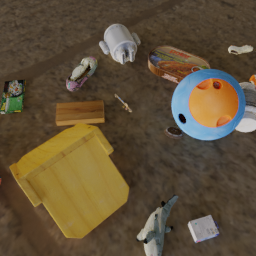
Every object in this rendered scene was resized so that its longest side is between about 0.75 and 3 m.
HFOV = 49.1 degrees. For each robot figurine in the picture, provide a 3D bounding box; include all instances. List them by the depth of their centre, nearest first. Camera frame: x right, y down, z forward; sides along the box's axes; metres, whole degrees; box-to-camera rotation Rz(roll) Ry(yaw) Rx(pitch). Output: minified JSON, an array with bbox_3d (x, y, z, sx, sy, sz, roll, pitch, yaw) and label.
[{"bbox_3d":[-0.373,-3.962,13.040,1.855,1.235,2.187,-15,57,-12],"label":"robot figurine"}]

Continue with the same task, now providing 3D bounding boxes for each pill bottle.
[{"bbox_3d":[4.608,-0.823,11.049,1.028,1.028,1.805,9,56,6],"label":"pill bottle"}]

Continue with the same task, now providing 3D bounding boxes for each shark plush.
[{"bbox_3d":[1.007,3.026,8.723,0.839,0.915,2.013,32,56,-3],"label":"shark plush"}]

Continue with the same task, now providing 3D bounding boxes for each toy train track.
[{"bbox_3d":[-0.216,-0.954,10.978,0.158,0.558,0.973,-42,76,-4],"label":"toy train track"}]

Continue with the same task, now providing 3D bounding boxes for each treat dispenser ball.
[{"bbox_3d":[2.891,-0.845,10.187,2.566,2.566,2.566,0,56,0],"label":"treat dispenser ball"}]

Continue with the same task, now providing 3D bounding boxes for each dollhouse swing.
[{"bbox_3d":[-1.888,1.728,9.629,2.943,2.587,2.675,-36,21,-21],"label":"dollhouse swing"}]

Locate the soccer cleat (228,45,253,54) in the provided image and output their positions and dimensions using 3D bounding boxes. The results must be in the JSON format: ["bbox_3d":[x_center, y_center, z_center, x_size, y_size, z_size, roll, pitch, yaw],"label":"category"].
[{"bbox_3d":[5.400,-3.716,13.421,1.121,0.388,0.435,5,61,11],"label":"soccer cleat"}]

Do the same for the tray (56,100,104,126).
[{"bbox_3d":[-1.927,-0.624,11.333,1.892,0.350,0.933,-4,56,-4],"label":"tray"}]

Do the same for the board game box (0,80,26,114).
[{"bbox_3d":[-4.880,-1.354,11.920,0.894,0.200,1.706,-4,56,-5],"label":"board game box"}]

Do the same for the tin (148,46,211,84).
[{"bbox_3d":[2.276,-2.809,12.691,2.887,0.604,1.616,26,64,17],"label":"tin"}]

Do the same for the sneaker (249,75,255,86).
[{"bbox_3d":[5.772,-1.380,11.612,0.959,0.790,2.086,3,57,-3],"label":"sneaker"}]

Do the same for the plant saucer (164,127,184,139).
[{"bbox_3d":[1.776,0.160,10.727,0.757,0.121,0.757,8,31,-5],"label":"plant saucer"}]

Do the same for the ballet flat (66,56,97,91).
[{"bbox_3d":[-1.987,-2.563,12.355,0.772,0.794,2.232,27,59,6],"label":"ballet flat"}]

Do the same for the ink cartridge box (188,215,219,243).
[{"bbox_3d":[2.424,3.143,8.786,0.896,0.342,0.611,-15,57,-8],"label":"ink cartridge box"}]
